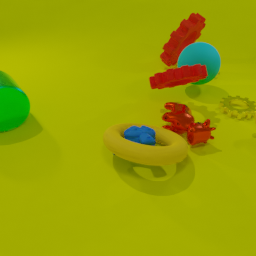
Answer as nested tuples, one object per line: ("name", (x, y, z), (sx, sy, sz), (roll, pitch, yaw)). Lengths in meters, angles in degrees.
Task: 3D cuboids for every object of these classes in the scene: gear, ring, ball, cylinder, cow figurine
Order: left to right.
("cylinder", (-3.440, -0.750, 7.458), (1.284, 1.284, 1.284), (-22, 40, -28))
("ring", (0.393, 0.313, 6.267), (1.915, 0.383, 1.915), (8, 17, -2))
("gear", (1.368, -1.386, 7.715), (1.550, 0.287, 1.550), (-10, -1, 0))
("gear", (2.019, -3.207, 10.299), (0.379, 2.051, 2.051), (43, 49, 13))
("cow figurine", (1.508, -0.137, 7.055), (1.307, 0.729, 1.328), (6, 37, 11))
("ball", (2.237, -2.026, 8.853), (1.319, 1.319, 1.319), (0, 35, 0))
("gear", (3.239, -0.613, 8.222), (1.073, 0.198, 1.073), (0, 35, 0))

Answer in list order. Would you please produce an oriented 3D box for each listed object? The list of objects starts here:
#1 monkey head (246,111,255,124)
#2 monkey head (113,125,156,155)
("monkey head", (3.523, -0.225, 7.124), (1.092, 0.658, 0.785), (40, 4, 1))
("monkey head", (0.302, 0.386, 6.265), (1.226, 0.739, 0.882), (-2, 20, -18))
